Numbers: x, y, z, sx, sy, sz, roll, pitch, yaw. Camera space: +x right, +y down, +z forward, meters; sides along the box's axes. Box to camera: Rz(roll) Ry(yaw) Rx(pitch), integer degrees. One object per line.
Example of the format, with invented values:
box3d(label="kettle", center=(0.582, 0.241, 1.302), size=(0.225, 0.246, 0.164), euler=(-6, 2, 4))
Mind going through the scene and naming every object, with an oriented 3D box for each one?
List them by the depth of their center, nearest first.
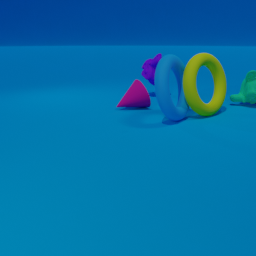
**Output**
box3d(label="ring", center=(1.315, -1.149, 8.019), size=(0.378, 1.890, 1.890), euler=(-4, 13, 34))
box3d(label="ring", center=(2.371, -1.317, 8.540), size=(1.919, 1.919, 0.384), euler=(-14, 9, -37))
box3d(label="cone", center=(0.055, -0.939, 9.407), size=(1.033, 1.030, 1.030), euler=(-29, 26, -13))
box3d(label="monkey head", center=(4.209, -1.369, 9.852), size=(1.177, 0.986, 1.636), euler=(-1, -14, 24))
box3d(label="monkey head", center=(1.210, -2.339, 11.190), size=(1.051, 1.744, 1.255), euler=(20, -34, -25))
